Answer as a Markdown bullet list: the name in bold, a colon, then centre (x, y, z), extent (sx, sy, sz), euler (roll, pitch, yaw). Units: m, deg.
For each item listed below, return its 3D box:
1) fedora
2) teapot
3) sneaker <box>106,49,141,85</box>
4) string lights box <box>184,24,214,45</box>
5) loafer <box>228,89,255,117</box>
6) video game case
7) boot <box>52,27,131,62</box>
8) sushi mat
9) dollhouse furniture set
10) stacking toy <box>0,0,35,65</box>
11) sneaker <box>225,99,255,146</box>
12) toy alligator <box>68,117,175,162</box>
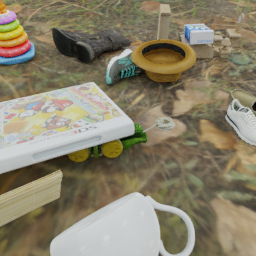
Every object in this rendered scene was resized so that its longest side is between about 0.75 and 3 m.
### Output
- **fedora**: centre (1.082, -1.991, 8.637), extent (2.024, 0.825, 2.024), euler (-4, 44, 4)
- **teapot**: centre (-0.149, 1.800, 4.027), extent (1.697, 1.719, 1.256), euler (-20, 78, -52)
- **sneaker**: centre (-0.019, -1.885, 8.714), extent (0.843, 0.717, 1.849), euler (21, 47, 17)
- **string lights box**: centre (2.443, -3.287, 9.779), extent (0.737, 0.423, 1.435), euler (-3, 29, 1)
- **loafer**: centre (3.276, -0.559, 7.235), extent (0.664, 0.589, 1.747), euler (-14, 43, -16)
- **video game case**: centre (-1.626, -0.244, 6.278), extent (2.662, 0.335, 2.925), euler (-16, 29, -17)
- **boot**: centre (-1.345, -3.207, 10.229), extent (2.372, 0.821, 2.065), euler (34, 48, 24)
- **sushi mat**: centre (-1.929, 1.309, 4.625), extent (1.792, 0.857, 0.108), euler (-22, 56, -33)
- **dollhouse furniture set**: centre (2.602, -3.439, 9.979), extent (2.990, 1.324, 1.550), euler (2, 41, 2)
- **stacking toy**: centre (-3.989, -3.345, 9.151), extent (1.301, 2.241, 1.230), euler (-14, 43, -10)
- **sneaker**: centre (2.896, -0.121, 6.776), extent (0.525, 0.553, 1.374), euler (-16, 45, -20)
- **toy alligator**: centre (-0.296, 0.288, 6.176), extent (2.710, 0.651, 0.898), euler (-6, 36, -2)
